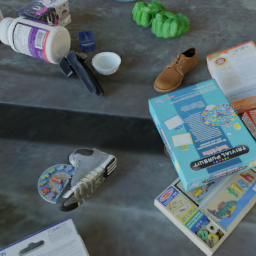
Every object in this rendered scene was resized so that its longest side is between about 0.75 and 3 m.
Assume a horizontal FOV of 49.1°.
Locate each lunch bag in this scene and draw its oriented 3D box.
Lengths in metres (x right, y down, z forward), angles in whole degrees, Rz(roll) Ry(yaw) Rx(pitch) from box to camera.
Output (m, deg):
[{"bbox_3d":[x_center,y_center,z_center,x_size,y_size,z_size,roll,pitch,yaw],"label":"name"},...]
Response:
[{"bbox_3d":[-1.712,-3.655,11.613,0.630,0.614,0.928,-12,52,-10],"label":"lunch bag"}]

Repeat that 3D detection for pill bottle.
[{"bbox_3d":[-3.688,-3.512,10.970,2.552,1.422,1.422,20,53,15],"label":"pill bottle"}]

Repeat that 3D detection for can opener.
[{"bbox_3d":[-1.595,-1.963,10.235,0.808,1.002,2.549,4,38,-52],"label":"can opener"}]

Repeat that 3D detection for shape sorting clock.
[{"bbox_3d":[-1.817,1.470,7.562,1.199,0.235,1.199,0,51,0],"label":"shape sorting clock"}]

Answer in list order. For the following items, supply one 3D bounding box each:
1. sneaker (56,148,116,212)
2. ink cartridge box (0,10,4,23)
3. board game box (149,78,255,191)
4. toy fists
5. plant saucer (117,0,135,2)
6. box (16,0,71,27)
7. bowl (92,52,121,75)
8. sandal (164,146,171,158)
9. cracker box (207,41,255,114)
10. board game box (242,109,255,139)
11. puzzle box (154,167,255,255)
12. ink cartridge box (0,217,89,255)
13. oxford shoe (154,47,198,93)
[{"bbox_3d":[-1.353,1.234,7.446,1.192,0.774,2.064,29,45,25],"label":"sneaker"},{"bbox_3d":[-6.418,-4.610,11.828,1.456,1.495,2.326,8,51,6],"label":"ink cartridge box"},{"bbox_3d":[1.988,0.082,7.668,2.049,0.637,2.714,-18,58,-3],"label":"board game box"},{"bbox_3d":[1.357,-4.850,12.411,1.417,0.956,2.780,-33,59,-24],"label":"toy fists"},{"bbox_3d":[-0.243,-7.277,14.545,2.153,0.295,2.153,4,65,-8],"label":"plant saucer"},{"bbox_3d":[-3.643,-4.921,12.326,1.312,1.139,1.985,24,54,19],"label":"box"},{"bbox_3d":[-0.808,-2.359,10.610,1.086,0.488,1.086,0,50,0],"label":"bowl"},{"bbox_3d":[2.050,0.224,8.318,2.214,0.604,0.905,-41,62,-15],"label":"sandal"},{"bbox_3d":[3.927,-1.766,9.668,1.693,0.729,2.528,-16,49,10],"label":"cracker box"},{"bbox_3d":[4.611,-0.116,8.804,1.577,0.365,1.195,-11,51,-9],"label":"board game box"},{"bbox_3d":[2.248,1.678,7.316,2.714,0.345,1.805,-36,58,-26],"label":"puzzle box"},{"bbox_3d":[-1.770,3.289,5.905,2.121,0.431,2.125,-21,53,-17],"label":"ink cartridge box"},{"bbox_3d":[1.751,-2.200,10.247,0.880,0.880,2.468,30,58,21],"label":"oxford shoe"}]
